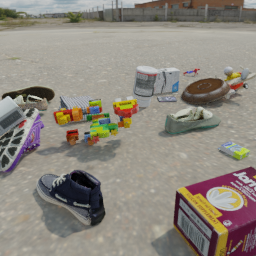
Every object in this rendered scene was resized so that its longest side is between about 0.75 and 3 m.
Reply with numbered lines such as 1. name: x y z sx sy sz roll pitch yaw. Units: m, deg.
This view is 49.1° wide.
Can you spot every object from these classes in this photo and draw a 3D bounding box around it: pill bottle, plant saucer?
1. pill bottle: 0.800 -2.031 13.783 1.040 1.826 1.040 6 28 -3
2. plant saucer: 4.061 -2.072 14.833 2.565 0.411 2.565 -15 26 7

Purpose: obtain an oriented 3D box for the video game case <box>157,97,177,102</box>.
1. video game case: 2.076 -1.532 14.906 0.947 0.090 0.677 0 25 -2

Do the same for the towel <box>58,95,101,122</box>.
1. towel: -2.242 -0.971 12.874 1.564 0.808 1.889 -11 27 -24

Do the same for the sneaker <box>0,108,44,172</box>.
1. sneaker: -3.536 0.466 9.661 1.133 1.173 2.811 -13 36 21

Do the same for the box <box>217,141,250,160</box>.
1. box: 3.728 0.766 9.902 0.573 0.224 0.939 -16 30 -32

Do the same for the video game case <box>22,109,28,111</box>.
1. video game case: -5.337 -0.559 12.659 2.116 0.267 2.322 -15 30 -30

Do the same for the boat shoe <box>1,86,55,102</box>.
1. boat shoe: -5.094 -1.737 14.493 2.599 0.931 0.990 -4 14 -9

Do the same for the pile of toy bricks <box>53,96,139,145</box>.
1. pile of toy bricks: -1.035 -0.039 9.882 2.974 1.650 1.468 -9 33 -4

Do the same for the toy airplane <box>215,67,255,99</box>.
1. toy airplane: 5.522 -2.525 15.205 2.219 1.566 2.209 -20 8 7

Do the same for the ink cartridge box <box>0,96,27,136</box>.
1. ink cartridge box: -5.281 -0.103 9.941 2.863 0.623 2.485 -40 40 -17

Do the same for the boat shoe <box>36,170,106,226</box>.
1. boat shoe: -1.561 1.473 7.342 2.426 1.125 0.906 18 31 32

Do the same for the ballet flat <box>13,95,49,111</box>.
1. ballet flat: -4.689 -1.157 12.860 2.016 0.678 0.686 -2 23 -10

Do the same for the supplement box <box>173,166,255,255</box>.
1. supplement box: 2.382 1.942 6.295 2.281 1.177 1.493 -11 28 -23

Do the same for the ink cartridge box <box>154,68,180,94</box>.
1. ink cartridge box: 1.767 -2.659 15.900 2.180 1.265 0.740 -8 27 -15

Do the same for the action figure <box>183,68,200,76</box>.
1. action figure: 4.452 -3.756 19.361 1.145 0.567 0.374 -19 26 13

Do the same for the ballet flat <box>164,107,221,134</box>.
1. ballet flat: 2.791 -0.420 11.628 2.769 0.882 0.933 -11 27 -22
